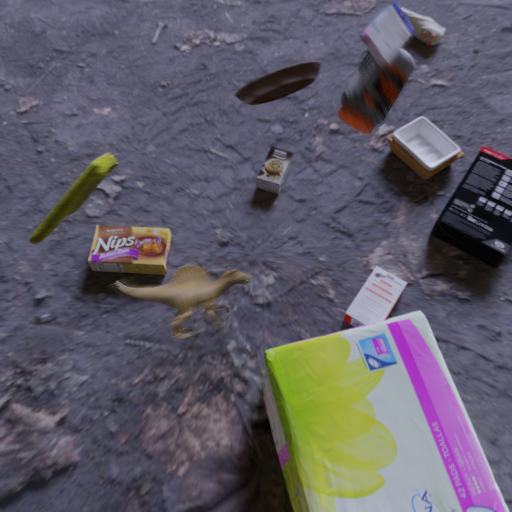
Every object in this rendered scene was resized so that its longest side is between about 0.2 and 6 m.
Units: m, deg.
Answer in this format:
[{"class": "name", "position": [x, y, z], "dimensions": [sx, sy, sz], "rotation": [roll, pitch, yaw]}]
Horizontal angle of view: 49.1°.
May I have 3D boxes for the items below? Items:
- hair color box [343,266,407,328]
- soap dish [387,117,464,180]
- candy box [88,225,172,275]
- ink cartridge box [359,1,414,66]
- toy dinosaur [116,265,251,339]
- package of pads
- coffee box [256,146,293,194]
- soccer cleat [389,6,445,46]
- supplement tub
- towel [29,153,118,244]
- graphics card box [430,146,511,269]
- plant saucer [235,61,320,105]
[{"class": "hair color box", "position": [2.369, 0.916, 11.139], "dimensions": [0.712, 0.410, 1.283], "rotation": [31, 66, 18]}, {"class": "soap dish", "position": [3.887, -2.477, 12.999], "dimensions": [1.113, 0.575, 1.415], "rotation": [-32, 64, -17]}, {"class": "candy box", "position": [-2.619, -0.131, 11.723], "dimensions": [1.573, 0.444, 0.918], "rotation": [4, 60, 1]}, {"class": "ink cartridge box", "position": [2.233, -3.778, 9.505], "dimensions": [0.620, 0.218, 1.039], "rotation": [49, 66, -20]}, {"class": "toy dinosaur", "position": [-1.172, 0.719, 9.010], "dimensions": [2.239, 0.652, 1.132], "rotation": [-6, 94, -28]}, {"class": "package of pads", "position": [1.930, 3.198, 9.250], "dimensions": [3.133, 1.383, 4.055], "rotation": [-13, 61, -7]}, {"class": "coffee box", "position": [0.429, -1.964, 12.807], "dimensions": [0.556, 0.392, 0.983], "rotation": [17, 61, 10]}, {"class": "soccer cleat", "position": [4.308, -6.311, 15.251], "dimensions": [1.711, 0.593, 0.664], "rotation": [35, 61, 11]}, {"class": "supplement tub", "position": [2.306, -3.269, 10.956], "dimensions": [0.960, 0.960, 1.567], "rotation": [32, 97, 17]}, {"class": "towel", "position": [-2.826, -0.998, 9.069], "dimensions": [0.302, 3.347, 1.440], "rotation": [39, 92, -16]}, {"class": "graphics card box", "position": [5.073, -1.109, 12.170], "dimensions": [1.580, 0.640, 2.518], "rotation": [30, 63, 15]}, {"class": "plant saucer", "position": [0.424, -3.081, 10.163], "dimensions": [1.628, 1.628, 0.261], "rotation": [-20, 96, -11]}]
